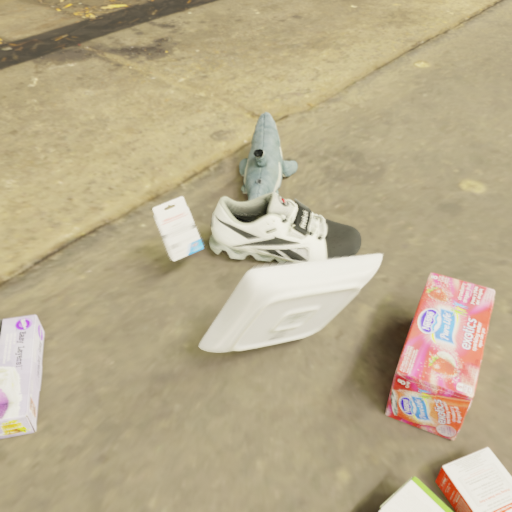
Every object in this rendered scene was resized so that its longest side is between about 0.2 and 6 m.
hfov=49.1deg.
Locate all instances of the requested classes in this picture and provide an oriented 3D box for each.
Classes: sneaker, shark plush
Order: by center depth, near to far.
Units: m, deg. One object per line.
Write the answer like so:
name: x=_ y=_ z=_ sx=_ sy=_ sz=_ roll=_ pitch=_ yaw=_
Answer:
sneaker: x=0.626 y=-0.560 z=10.810 sx=3.025 sy=1.339 sz=1.121 roll=2 pitch=46 yaw=-5
shark plush: x=-0.041 y=-1.927 z=12.461 sx=1.392 sy=1.276 sz=3.063 roll=13 pitch=44 yaw=15

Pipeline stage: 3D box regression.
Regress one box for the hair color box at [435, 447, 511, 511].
hair color box: x=3.086 y=3.291 z=7.208 sx=0.787 sy=0.454 sz=1.420 roll=-14 pitch=42 yaw=-16

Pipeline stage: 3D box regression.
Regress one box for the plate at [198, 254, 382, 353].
plate: x=0.517 y=0.817 z=8.381 sx=2.301 sy=2.306 sz=0.373 roll=-7 pitch=60 yaw=-30

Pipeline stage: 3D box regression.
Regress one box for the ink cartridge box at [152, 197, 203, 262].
ink cartridge box: x=-1.436 y=-0.520 z=10.105 sx=0.619 sy=1.068 sz=0.356 roll=-23 pitch=23 yaw=-11

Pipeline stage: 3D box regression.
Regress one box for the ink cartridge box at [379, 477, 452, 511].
ink cartridge box: x=1.841 y=3.569 z=6.848 sx=1.362 sy=0.516 sz=1.007 roll=-29 pitch=50 yaw=-27

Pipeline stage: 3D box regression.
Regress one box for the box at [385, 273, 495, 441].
box: x=2.886 y=1.482 z=8.719 sx=1.096 sy=1.144 sz=2.295 roll=17 pitch=45 yaw=19

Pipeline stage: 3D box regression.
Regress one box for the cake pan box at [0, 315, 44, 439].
cake pan box: x=-4.402 y=1.912 z=8.701 sx=1.972 sy=0.560 sz=2.141 roll=-6 pitch=42 yaw=-10
